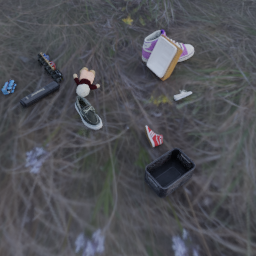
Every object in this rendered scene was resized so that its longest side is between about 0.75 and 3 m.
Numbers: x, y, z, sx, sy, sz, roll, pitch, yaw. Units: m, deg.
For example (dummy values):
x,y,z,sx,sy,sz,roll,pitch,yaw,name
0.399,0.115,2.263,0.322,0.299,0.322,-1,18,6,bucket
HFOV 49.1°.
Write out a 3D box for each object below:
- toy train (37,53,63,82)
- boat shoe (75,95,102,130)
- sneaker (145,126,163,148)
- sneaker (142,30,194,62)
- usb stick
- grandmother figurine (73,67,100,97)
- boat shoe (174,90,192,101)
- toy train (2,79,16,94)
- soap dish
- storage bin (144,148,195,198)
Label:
x,y,z,sx,sy,sz,roll,pitch,yaw,name
-3.843,-3.041,13.835,0.545,0.406,2.380,-27,56,-24,toy train
-1.737,-0.676,11.735,0.667,0.656,1.849,-30,57,-23,boat shoe
1.048,0.281,11.151,0.558,0.353,0.992,-16,60,-8,sneaker
2.098,-4.142,13.999,2.744,1.564,0.994,-10,50,-10,sneaker
-3.958,-1.544,12.669,1.908,0.311,0.529,-37,60,-26,usb stick
-1.885,-2.020,12.563,1.242,0.620,2.049,12,35,-5,grandmother figurine
2.442,-1.546,12.609,0.885,0.327,0.377,-23,88,-11,boat shoe
-5.510,-1.910,12.961,0.458,0.348,0.802,-4,51,4,toy train
1.751,-3.342,13.329,0.702,1.729,1.360,-7,45,-41,soap dish
1.455,1.562,9.868,1.571,0.736,1.062,-29,56,-23,storage bin
